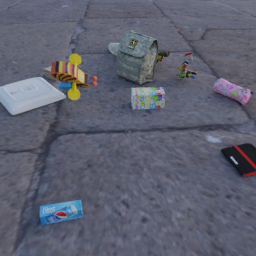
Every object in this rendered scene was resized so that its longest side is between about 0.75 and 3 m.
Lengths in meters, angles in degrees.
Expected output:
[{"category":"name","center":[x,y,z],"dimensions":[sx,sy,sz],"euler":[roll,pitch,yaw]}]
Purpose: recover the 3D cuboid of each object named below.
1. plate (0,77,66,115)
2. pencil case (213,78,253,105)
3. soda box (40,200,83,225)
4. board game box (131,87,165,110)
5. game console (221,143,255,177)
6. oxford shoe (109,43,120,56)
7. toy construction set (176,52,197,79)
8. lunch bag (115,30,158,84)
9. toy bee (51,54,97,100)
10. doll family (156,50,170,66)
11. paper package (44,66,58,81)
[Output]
[{"category":"plate","center":[-4.143,-1.501,11.654],"dimensions":[2.318,0.375,2.313],"euler":[-24,43,-32]},{"category":"pencil case","center":[4.306,-1.550,11.566],"dimensions":[0.670,0.670,1.534],"euler":[-23,40,-29]},{"category":"soda box","center":[-1.600,2.028,6.751],"dimensions":[0.975,0.313,0.331],"euler":[-7,36,-9]},{"category":"board game box","center":[0.774,-1.177,11.031],"dimensions":[1.249,0.643,0.655],"euler":[-3,35,-4]},{"category":"game console","center":[3.580,0.939,8.455],"dimensions":[1.084,0.190,1.226],"euler":[-12,36,-11]},{"category":"oxford shoe","center":[-0.378,-4.387,15.532],"dimensions":[0.987,0.758,2.624],"euler":[-14,36,-15]},{"category":"toy construction set","center":[2.539,-2.771,12.797],"dimensions":[0.996,1.194,0.917],"euler":[9,-7,-43]},{"category":"lunch bag","center":[0.395,-3.244,12.666],"dimensions":[1.675,2.043,1.201],"euler":[30,35,34]},{"category":"toy bee","center":[-1.904,-1.938,10.514],"dimensions":[1.375,1.656,2.530],"euler":[-1,13,2]},{"category":"doll family","center":[1.092,-3.943,14.433],"dimensions":[1.473,1.000,2.549],"euler":[0,36,-40]},{"category":"paper package","center":[-3.394,-2.660,13.321],"dimensions":[0.816,0.443,0.856],"euler":[22,40,29]}]
